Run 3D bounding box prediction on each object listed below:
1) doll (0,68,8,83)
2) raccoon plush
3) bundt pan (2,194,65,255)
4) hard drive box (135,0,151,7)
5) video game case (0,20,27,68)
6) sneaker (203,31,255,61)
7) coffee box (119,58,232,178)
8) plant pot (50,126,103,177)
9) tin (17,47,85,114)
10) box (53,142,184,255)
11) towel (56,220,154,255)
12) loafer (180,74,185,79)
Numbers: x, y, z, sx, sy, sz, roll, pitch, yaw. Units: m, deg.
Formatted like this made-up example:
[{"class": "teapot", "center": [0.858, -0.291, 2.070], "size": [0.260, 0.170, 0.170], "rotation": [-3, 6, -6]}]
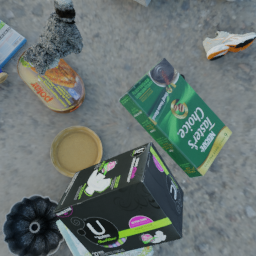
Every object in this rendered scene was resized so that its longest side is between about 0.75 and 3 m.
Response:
[{"class": "doll", "center": [-5.333, -2.582, 9.606], "size": [2.596, 0.629, 1.771], "rotation": [50, 55, -7]}, {"class": "raccoon plush", "center": [-1.901, -2.164, 6.455], "size": [1.341, 2.001, 0.968], "rotation": [-40, 66, -17]}, {"class": "bundt pan", "center": [-2.776, 3.018, 8.634], "size": [1.932, 0.725, 1.932], "rotation": [0, 78, -1]}, {"class": "hard drive box", "center": [0.150, -6.006, 10.364], "size": [2.389, 0.918, 1.862], "rotation": [33, 93, 9]}, {"class": "video game case", "center": [-5.060, -3.311, 10.372], "size": [2.131, 0.190, 1.525], "rotation": [37, 80, 8]}, {"class": "sneaker", "center": [3.641, -3.193, 10.094], "size": [1.953, 0.739, 0.898], "rotation": [-19, 74, -6]}, {"class": "coffee box", "center": [1.262, -0.265, 7.051], "size": [2.717, 0.598, 1.671], "rotation": [48, 61, -6]}, {"class": "plant pot", "center": [-1.714, 0.793, 9.404], "size": [1.734, 0.238, 1.734], "rotation": [0, 77, -1]}, {"class": "tin", "center": [-2.680, -1.686, 9.834], "size": [1.545, 0.578, 2.759], "rotation": [-41, 80, -13]}, {"class": "box", "center": [-0.110, 1.575, 5.987], "size": [2.154, 1.339, 1.600], "rotation": [-24, 112, 25]}, {"class": "towel", "center": [-0.633, 3.236, 8.188], "size": [2.056, 0.578, 2.402], "rotation": [-29, 83, -19]}, {"class": "loafer", "center": [1.310, -1.548, 9.785], "size": [1.500, 0.527, 0.509], "rotation": [-18, 80, -4]}]
